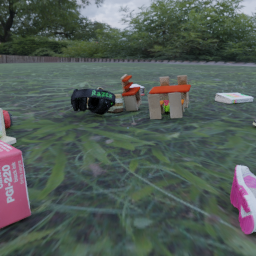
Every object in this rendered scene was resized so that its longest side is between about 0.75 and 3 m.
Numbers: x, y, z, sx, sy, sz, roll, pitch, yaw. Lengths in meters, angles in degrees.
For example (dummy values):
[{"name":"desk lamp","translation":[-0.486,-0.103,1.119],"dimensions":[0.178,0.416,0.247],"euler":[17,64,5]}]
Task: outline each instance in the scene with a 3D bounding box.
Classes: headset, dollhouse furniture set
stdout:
[{"name":"headset","translation":[-1.423,-1.119,10.274],"dimensions":[1.508,1.147,2.442],"euler":[8,-13,-30]},{"name":"dollhouse furniture set","translation":[1.107,-1.453,10.902],"dimensions":[2.594,1.351,2.623],"euler":[-2,23,18]}]

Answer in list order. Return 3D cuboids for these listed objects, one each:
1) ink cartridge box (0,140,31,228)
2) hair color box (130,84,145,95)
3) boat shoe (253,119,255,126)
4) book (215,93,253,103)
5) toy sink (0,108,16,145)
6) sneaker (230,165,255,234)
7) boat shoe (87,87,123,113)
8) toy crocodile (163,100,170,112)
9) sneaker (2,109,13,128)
[{"name":"ink cartridge box","translation":[-3.060,0.910,3.814],"dimensions":[1.952,1.136,2.680],"euler":[15,24,42]},{"name":"hair color box","translation":[0.306,-2.088,15.296],"dimensions":[0.789,0.455,1.422],"euler":[-4,15,-15]},{"name":"boat shoe","translation":[4.823,-0.228,8.731],"dimensions":[1.696,0.550,0.621],"euler":[4,17,12]},{"name":"book","translation":[5.022,-1.395,13.247],"dimensions":[1.457,0.350,0.974],"euler":[-7,21,-27]},{"name":"toy sink","translation":[-3.960,-0.037,7.396],"dimensions":[1.659,0.929,1.081],"euler":[9,19,29]},{"name":"sneaker","translation":[1.997,1.082,4.331],"dimensions":[0.640,0.590,1.451],"euler":[3,25,7]},{"name":"boat shoe","translation":[-1.179,-1.238,11.549],"dimensions":[2.380,0.906,0.853],"euler":[10,19,30]},{"name":"toy crocodile","translation":[1.554,-0.891,11.161],"dimensions":[0.511,0.468,1.515],"euler":[0,16,1]},{"name":"sneaker","translation":[-4.429,-0.354,9.081],"dimensions":[0.815,0.589,1.668],"euler":[-12,22,-42]}]
